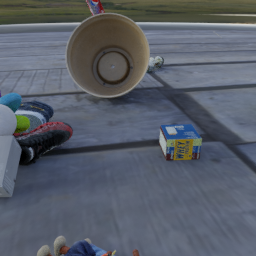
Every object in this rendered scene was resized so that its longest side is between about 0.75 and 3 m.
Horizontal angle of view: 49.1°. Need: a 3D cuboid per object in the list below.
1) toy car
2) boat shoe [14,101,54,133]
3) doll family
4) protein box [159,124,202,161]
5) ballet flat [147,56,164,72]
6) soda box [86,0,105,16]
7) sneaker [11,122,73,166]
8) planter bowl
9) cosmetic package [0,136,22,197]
[{"bbox_3d":[-3.334,-0.337,6.531,1.987,1.490,1.739,-3,-8,-6],"label":"toy car"},{"bbox_3d":[-3.349,-0.388,8.107,2.274,0.805,1.032,9,25,3],"label":"boat shoe"},{"bbox_3d":[-0.512,1.864,3.098,1.248,0.847,2.160,4,23,33],"label":"doll family"},{"bbox_3d":[1.234,0.325,6.741,0.815,0.554,0.820,-2,25,-4],"label":"protein box"},{"bbox_3d":[1.281,-3.406,14.564,0.685,0.685,1.905,18,29,33],"label":"ballet flat"},{"bbox_3d":[-1.351,-5.034,11.465,0.486,1.387,0.440,-31,49,-4],"label":"soda box"},{"bbox_3d":[-2.116,0.388,6.462,1.935,0.684,0.945,-16,30,-28],"label":"sneaker"},{"bbox_3d":[-0.659,-2.480,10.621,2.948,2.948,1.984,2,-2,3],"label":"planter bowl"},{"bbox_3d":[-2.411,0.725,5.356,0.481,0.570,1.067,0,57,0],"label":"cosmetic package"}]
